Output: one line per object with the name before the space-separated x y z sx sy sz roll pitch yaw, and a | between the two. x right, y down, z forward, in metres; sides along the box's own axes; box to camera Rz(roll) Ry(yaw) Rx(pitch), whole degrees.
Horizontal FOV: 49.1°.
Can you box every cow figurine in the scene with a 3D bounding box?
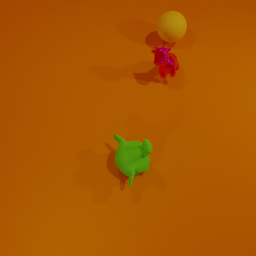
cow figurine | 1.268 -2.279 9.305 0.689 1.234 1.255 1 35 27

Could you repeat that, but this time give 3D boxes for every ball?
ball | 1.588 -3.674 10.187 1.070 1.070 1.070 0 61 0

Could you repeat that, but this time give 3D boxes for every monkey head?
monkey head | 0.142 0.763 7.802 0.962 1.148 1.596 -11 65 -18
